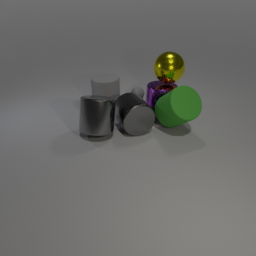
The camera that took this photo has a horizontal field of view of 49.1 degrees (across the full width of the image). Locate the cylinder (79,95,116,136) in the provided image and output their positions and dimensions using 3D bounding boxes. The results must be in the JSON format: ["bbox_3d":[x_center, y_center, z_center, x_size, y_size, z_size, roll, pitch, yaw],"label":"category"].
[{"bbox_3d":[-1.227,-0.526,11.196,1.400,1.400,1.400,4,13,-1],"label":"cylinder"}]

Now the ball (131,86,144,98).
[{"bbox_3d":[0.504,-1.818,14.578,0.700,0.700,0.700,0,30,0],"label":"ball"}]

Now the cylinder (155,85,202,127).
[{"bbox_3d":[2.000,-0.833,11.278,1.400,1.400,1.400,-14,-6,-23],"label":"cylinder"}]

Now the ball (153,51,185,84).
[{"bbox_3d":[1.832,-2.680,12.446,1.400,1.400,1.400,0,30,0],"label":"ball"}]

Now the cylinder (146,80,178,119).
[{"bbox_3d":[1.535,-1.314,12.921,1.400,1.400,1.400,1,28,-1],"label":"cylinder"}]

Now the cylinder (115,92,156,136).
[{"bbox_3d":[0.234,-0.595,11.681,1.400,1.400,1.400,-10,31,-18],"label":"cylinder"}]

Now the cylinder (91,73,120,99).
[{"bbox_3d":[-1.094,-1.860,13.890,1.400,1.400,1.400,-1,29,1],"label":"cylinder"}]
